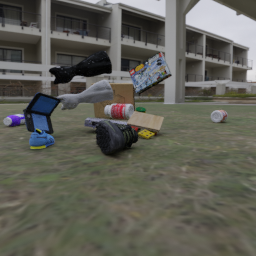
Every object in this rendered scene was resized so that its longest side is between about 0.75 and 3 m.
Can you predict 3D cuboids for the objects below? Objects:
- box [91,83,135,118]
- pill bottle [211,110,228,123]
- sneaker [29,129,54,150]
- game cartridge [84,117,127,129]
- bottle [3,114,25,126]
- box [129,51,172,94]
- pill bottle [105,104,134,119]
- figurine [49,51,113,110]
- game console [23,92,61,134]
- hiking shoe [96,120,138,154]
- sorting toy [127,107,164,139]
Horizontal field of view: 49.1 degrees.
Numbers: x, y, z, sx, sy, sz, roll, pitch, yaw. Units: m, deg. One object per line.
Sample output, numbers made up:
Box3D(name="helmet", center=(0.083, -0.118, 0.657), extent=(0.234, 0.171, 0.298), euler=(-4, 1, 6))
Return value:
Box3D(name="box", center=(-0.846, -1.595, 16.467), extent=(2.547, 2.082, 0.271), euler=(2, 21, 16))
Box3D(name="pill bottle", center=(4.598, -0.590, 13.991), extent=(0.600, 0.600, 1.070), euler=(5, 8, 36))
Box3D(name="sneaker", center=(-2.238, 0.235, 7.390), extent=(0.412, 0.490, 1.249), euler=(-2, 5, 2))
Box3D(name="game cartridge", center=(-0.591, -0.101, 10.351), extent=(1.926, 0.370, 1.249), euler=(7, 2, -3))
Box3D(name="bottle", center=(-5.028, -0.342, 12.434), extent=(0.597, 0.467, 1.429), euler=(2, 7, 2))
Box3D(name="box", center=(0.912, -2.310, 11.827), extent=(1.652, 1.131, 0.329), euler=(-27, -20, 26))
Box3D(name="pill bottle", center=(-0.506, -0.943, 15.919), extent=(1.548, 0.869, 0.869), euler=(4, 8, 25))
Box3D(name="figurine", center=(-1.645, -1.563, 10.093), extent=(2.059, 2.110, 0.908), euler=(-18, 52, -15))
Box3D(name="game console", center=(-2.559, -0.416, 8.663), extent=(0.701, 1.012, 1.186), euler=(-21, -13, 20))
Box3D(name="hiking shoe", center=(-0.212, 0.143, 6.814), extent=(1.032, 0.777, 2.051), euler=(-5, 7, -12))
Box3D(name="sorting toy", center=(0.581, -0.079, 9.575), extent=(1.101, 0.386, 2.283), euler=(12, 27, 10))
